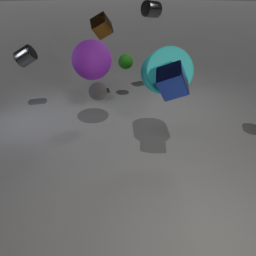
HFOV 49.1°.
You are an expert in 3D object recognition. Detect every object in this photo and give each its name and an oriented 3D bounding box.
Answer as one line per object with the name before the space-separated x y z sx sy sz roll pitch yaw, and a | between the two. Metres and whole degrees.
cylinder | -4.210 -2.961 11.525 0.700 0.700 0.700 -27 25 13
cylinder | 1.169 -1.751 8.735 1.400 1.400 1.400 -2 9 -4
ball | -1.276 -2.396 9.870 1.400 1.400 1.400 0 28 0
cube | -1.116 -4.331 11.874 0.700 0.700 0.700 -24 56 17
ball | -1.158 -1.408 10.751 0.700 0.700 0.700 0 28 0
ball | -0.107 -3.132 13.203 0.700 0.700 0.700 0 28 0
cube | 1.182 -1.247 7.444 0.700 0.700 0.700 -15 41 21
cylinder | 1.033 -5.262 12.398 0.700 0.700 0.700 -12 30 -36
